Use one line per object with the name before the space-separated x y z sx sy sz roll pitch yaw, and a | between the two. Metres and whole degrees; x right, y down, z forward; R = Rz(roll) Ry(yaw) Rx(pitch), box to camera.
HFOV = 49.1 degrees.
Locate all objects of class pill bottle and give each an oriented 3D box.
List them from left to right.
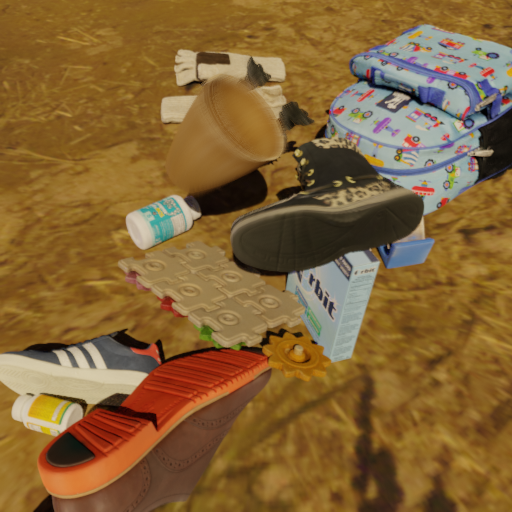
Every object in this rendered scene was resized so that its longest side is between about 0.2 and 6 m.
pill bottle | -2.717 2.058 7.270 0.804 0.453 0.453 10 43 12
pill bottle | -1.640 -0.657 10.096 1.261 0.699 0.699 -28 49 -28

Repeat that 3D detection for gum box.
gum box | 1.012 0.317 8.100 0.422 1.893 1.609 -9 43 -19

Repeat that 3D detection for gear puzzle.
gear puzzle | -0.334 0.816 8.318 3.606 0.472 1.868 31 32 35

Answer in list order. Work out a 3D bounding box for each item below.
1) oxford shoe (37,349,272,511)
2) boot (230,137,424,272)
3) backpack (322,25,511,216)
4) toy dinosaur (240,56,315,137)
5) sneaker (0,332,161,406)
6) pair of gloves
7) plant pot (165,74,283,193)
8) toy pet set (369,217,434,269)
oxford shoe | -0.961 2.139 6.852 1.219 1.242 3.424 3 18 43
boot | 0.680 -0.746 7.283 2.427 0.876 1.833 -12 39 -11
backpack | 2.923 -2.511 10.844 3.720 2.503 3.396 -31 49 -25
toy dinosaur | -0.199 -2.277 10.504 2.123 1.597 3.127 -43 26 19
sneaker | -2.382 1.465 7.701 2.204 0.826 0.932 9 43 -4
pair of gloves | -0.760 -4.397 14.308 3.068 0.633 3.609 2 43 2
plant pot | -0.586 -1.499 7.692 1.328 1.425 1.328 28 45 -32
toy pet set | 1.919 -0.271 9.615 1.812 1.031 1.941 -8 11 -7
